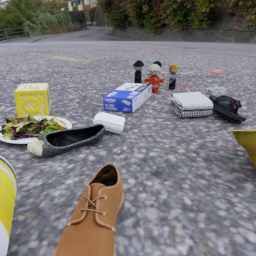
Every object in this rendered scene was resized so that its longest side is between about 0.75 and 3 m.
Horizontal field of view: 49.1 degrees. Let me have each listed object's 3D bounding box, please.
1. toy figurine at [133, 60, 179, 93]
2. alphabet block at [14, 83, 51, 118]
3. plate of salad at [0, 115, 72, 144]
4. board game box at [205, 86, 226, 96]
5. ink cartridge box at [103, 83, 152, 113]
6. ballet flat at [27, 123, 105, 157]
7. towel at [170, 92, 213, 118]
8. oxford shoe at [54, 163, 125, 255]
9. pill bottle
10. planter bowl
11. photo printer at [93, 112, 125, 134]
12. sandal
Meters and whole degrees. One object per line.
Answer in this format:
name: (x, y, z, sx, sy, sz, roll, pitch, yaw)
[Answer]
toy figurine: (1.521, -2.954, 15.483, 2.152, 1.521, 2.186, -14, 25, -31)
alphabet block: (-3.757, -1.077, 11.173, 1.195, 1.201, 1.223, -5, 22, -8)
plate of salad: (-3.177, -0.095, 9.495, 2.490, 0.598, 2.490, 1, 23, 0)
board game box: (4.559, -1.926, 14.582, 0.881, 0.283, 0.650, -12, 24, -26)
ink cartridge box: (0.056, -1.461, 12.894, 1.366, 0.642, 2.905, 6, 23, 18)
ballet flat: (-1.778, 0.257, 8.288, 2.399, 0.682, 0.797, -15, 59, -34)
towel: (2.558, -0.934, 11.554, 1.355, 0.700, 1.636, -5, 24, -8)
oxford shoe: (-0.640, 1.565, 4.798, 1.020, 1.020, 2.861, 3, 24, 5)
pill bottle: (-2.581, 1.487, 4.292, 1.484, 1.484, 2.649, -6, 22, -15)
planter bowl: (3.827, 0.565, 6.778, 2.568, 1.070, 2.568, 0, 0, 0)
photo printer: (-0.655, -0.205, 9.668, 1.051, 0.365, 0.874, 14, 22, -1)
sandal: (3.961, -1.004, 11.319, 1.090, 0.694, 2.899, 18, 20, -7)
